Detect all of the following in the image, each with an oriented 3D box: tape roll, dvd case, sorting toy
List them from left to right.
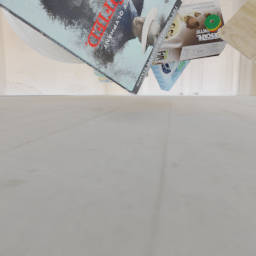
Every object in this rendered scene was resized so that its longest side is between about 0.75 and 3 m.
[{"bbox_3d":[-1.052,-2.723,5.511,2.886,2.886,0.527,-5,15,-29],"label":"tape roll"},{"bbox_3d":[-0.341,-1.938,4.268,0.298,1.979,2.711,25,-3,45],"label":"dvd case"},{"bbox_3d":[2.674,-2.024,5.965,2.069,0.998,0.350,51,15,30],"label":"sorting toy"}]

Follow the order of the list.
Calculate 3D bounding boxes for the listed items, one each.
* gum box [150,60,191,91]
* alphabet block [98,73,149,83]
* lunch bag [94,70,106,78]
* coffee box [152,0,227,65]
[{"bbox_3d":[1.515,-2.735,10.586,0.461,1.757,2.068,20,-24,39],"label":"gum box"},{"bbox_3d":[-0.330,-2.838,11.351,1.717,1.749,1.708,-13,15,-20],"label":"alphabet block"},{"bbox_3d":[-0.563,-2.084,8.783,0.721,1.183,1.007,34,-1,-30],"label":"lunch bag"},{"bbox_3d":[1.657,-3.000,8.982,2.626,1.484,1.048,-8,-13,-2],"label":"coffee box"}]
